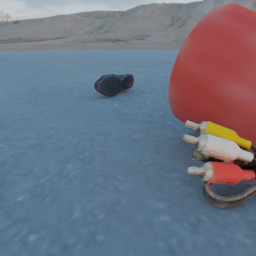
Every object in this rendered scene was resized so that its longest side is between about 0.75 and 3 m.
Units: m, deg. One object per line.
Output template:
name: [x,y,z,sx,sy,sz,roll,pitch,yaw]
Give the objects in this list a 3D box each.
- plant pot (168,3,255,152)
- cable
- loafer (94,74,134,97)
plant pot: [2.777,-0.802,5.938,2.948,2.948,2.608,-15,39,-37]
cable: [2.211,0.602,4.364,2.781,0.700,1.351,5,54,3]
loafer: [-0.686,-1.889,11.966,0.781,0.891,2.480,15,22,30]
